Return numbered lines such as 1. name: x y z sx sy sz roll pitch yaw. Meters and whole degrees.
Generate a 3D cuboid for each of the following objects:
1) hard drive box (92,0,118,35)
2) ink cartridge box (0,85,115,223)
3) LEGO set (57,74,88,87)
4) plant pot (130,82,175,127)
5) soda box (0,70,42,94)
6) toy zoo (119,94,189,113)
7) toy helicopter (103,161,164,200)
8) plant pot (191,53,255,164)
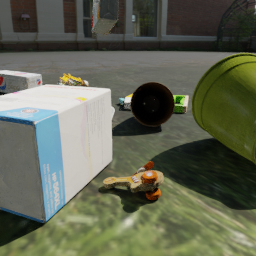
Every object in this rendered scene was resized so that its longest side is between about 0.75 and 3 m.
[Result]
1. hard drive box: -0.889 -4.493 10.623 0.682 1.384 1.776 2 0 -16
2. ink cartridge box: -1.496 0.182 5.495 1.745 1.700 2.715 8 20 22
3. LEGO set: -3.034 -2.191 14.475 1.009 0.817 2.194 42 25 10
4. plant pot: 0.776 -0.786 9.288 1.371 1.371 1.466 1 5 2
5. soda box: -5.526 -2.222 13.761 2.846 0.969 0.906 12 22 30
6. toy zoo: 1.002 -1.073 11.422 2.815 0.288 1.847 5 19 13
7. toy helicopter: 0.099 0.959 5.269 1.147 0.452 0.758 -7 22 15
8. plant pot: 2.998 -0.252 6.480 2.340 2.340 2.253 -4 31 -11
